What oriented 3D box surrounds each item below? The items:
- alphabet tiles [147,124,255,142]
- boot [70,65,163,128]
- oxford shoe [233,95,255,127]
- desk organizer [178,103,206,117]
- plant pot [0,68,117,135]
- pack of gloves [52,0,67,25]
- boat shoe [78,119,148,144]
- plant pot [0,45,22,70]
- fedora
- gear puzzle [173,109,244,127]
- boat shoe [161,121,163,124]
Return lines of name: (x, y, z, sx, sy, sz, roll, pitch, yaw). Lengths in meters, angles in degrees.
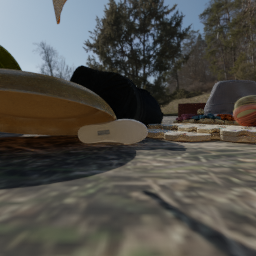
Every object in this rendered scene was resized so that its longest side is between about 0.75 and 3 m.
alphabet tiles: (1.707, 0.044, 5.746, 2.877, 0.215, 2.942, -2, 4, -26)
boot: (0.119, -0.486, 6.345, 2.210, 1.004, 2.630, 19, 10, -40)
oxford shoe: (3.230, -0.586, 6.454, 2.708, 1.000, 0.959, 1, -17, -40)
desk organizer: (3.340, -0.632, 12.155, 2.354, 0.906, 0.844, 3, 4, 44)
plant pot: (-1.580, -0.300, 4.281, 2.850, 0.392, 2.850, 1, -11, 0)
pack of gloves: (-0.961, -2.954, 4.507, 0.376, 1.908, 1.603, -5, -20, -30)
boat shoe: (-0.215, 0.065, 4.220, 1.041, 0.375, 0.357, -10, 7, 11)
plant pot: (-4.721, -1.010, 8.268, 2.420, 2.513, 2.513, -12, -1, 18)
fedora: (3.561, -0.849, 9.361, 2.925, 1.321, 2.587, 7, -6, -45)
gear puzzle: (2.794, -0.238, 8.017, 2.814, 0.369, 1.457, 4, -3, -29)
boat shoe: (0.814, -0.373, 12.002, 1.429, 0.445, 0.533, 18, 3, 21)
